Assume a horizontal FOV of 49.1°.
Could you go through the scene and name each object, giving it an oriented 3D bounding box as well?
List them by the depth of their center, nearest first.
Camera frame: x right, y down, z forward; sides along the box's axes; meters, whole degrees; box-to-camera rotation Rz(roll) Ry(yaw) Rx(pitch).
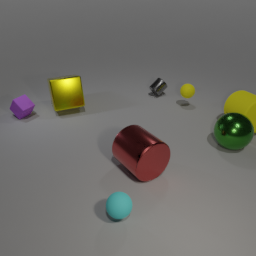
[{"bbox_3d":[-0.234,2.034,7.375,0.700,0.700,0.700,0,30,0],"label":"ball"},{"bbox_3d":[0.416,0.790,9.123,1.400,1.400,1.400,-19,35,-30],"label":"cylinder"},{"bbox_3d":[3.893,0.117,10.343,1.400,1.400,1.400,0,30,0],"label":"ball"},{"bbox_3d":[4.934,-0.700,11.522,1.400,1.400,1.400,-8,25,-14],"label":"cylinder"},{"bbox_3d":[-4.767,-0.949,12.628,0.700,0.700,0.700,46,42,3],"label":"cube"},{"bbox_3d":[-2.916,-1.684,13.143,1.400,1.400,1.400,-12,17,-17],"label":"cube"},{"bbox_3d":[2.848,-1.766,13.389,0.700,0.700,0.700,0,30,0],"label":"ball"},{"bbox_3d":[1.602,-2.166,14.784,0.700,0.700,0.700,-46,41,-3],"label":"cylinder"}]
